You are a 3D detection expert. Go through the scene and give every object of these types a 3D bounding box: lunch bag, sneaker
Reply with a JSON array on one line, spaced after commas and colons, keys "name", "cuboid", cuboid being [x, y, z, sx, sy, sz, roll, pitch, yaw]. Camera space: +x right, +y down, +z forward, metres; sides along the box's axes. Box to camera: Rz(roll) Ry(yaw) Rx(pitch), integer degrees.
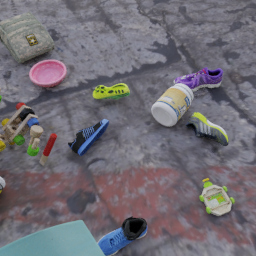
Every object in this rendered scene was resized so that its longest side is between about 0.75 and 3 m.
[{"name": "lunch bag", "cuboid": [-4.666, -4.081, 12.836, 1.809, 1.297, 2.206, -33, 67, -25]}, {"name": "sneaker", "cuboid": [-0.191, 3.003, 7.822, 1.619, 0.901, 0.621, -19, 56, -14]}, {"name": "sneaker", "cuboid": [-1.406, 0.198, 10.079, 0.668, 0.602, 1.716, 34, 62, 14]}, {"name": "sneaker", "cuboid": [2.924, -2.125, 11.624, 2.106, 0.879, 0.849, -12, 54, -8]}, {"name": "sneaker", "cuboid": [2.851, 0.160, 10.170, 0.707, 0.645, 1.746, -38, 55, -17]}, {"name": "sneaker", "cuboid": [-0.684, -1.347, 11.169, 1.644, 0.687, 0.609, 0, 67, 27]}]

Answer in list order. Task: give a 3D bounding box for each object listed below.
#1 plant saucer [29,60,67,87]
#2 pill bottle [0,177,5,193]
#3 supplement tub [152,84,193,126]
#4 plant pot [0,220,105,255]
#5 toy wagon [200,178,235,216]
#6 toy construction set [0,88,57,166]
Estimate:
[{"name": "plant saucer", "cuboid": [-3.407, -2.295, 12.049, 1.556, 0.394, 1.556, 0, 53, 0]}, {"name": "pill bottle", "cuboid": [-4.768, 2.270, 8.149, 1.257, 1.257, 2.259, 18, 56, 13]}, {"name": "supplement tub", "cuboid": [1.707, -0.892, 10.587, 1.074, 1.074, 1.485, 32, 60, 21]}, {"name": "plant pot", "cuboid": [-2.015, 3.692, 6.687, 2.893, 2.045, 2.044, -27, 58, -26]}, {"name": "toy wagon", "cuboid": [2.739, 2.153, 8.870, 0.923, 0.235, 1.190, -17, 55, -13]}, {"name": "toy construction set", "cuboid": [-4.091, 0.508, 9.415, 2.928, 2.250, 2.442, 28, 26, 0]}]
